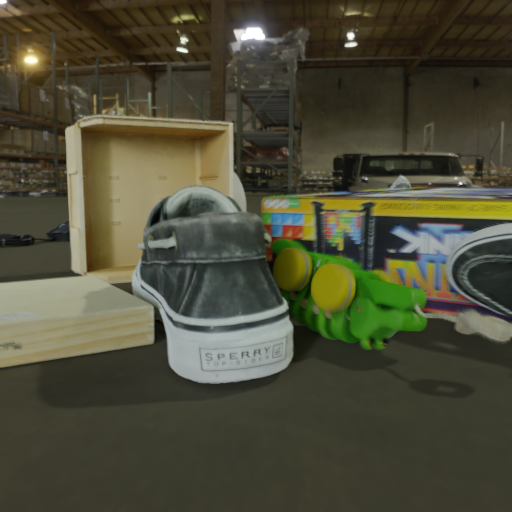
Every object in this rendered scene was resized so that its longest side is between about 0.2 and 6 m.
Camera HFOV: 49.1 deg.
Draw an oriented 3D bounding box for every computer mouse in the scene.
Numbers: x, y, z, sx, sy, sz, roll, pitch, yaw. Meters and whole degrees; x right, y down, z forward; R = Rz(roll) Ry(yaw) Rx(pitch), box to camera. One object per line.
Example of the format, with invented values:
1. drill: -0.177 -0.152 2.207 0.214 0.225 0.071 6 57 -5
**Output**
1. computer mouse: -4.201 -0.483 11.203 0.759 0.441 2.590 6 10 31

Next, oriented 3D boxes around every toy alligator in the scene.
1. toy alligator: 0.746 0.394 4.033 0.644 0.589 2.172 8 10 -39

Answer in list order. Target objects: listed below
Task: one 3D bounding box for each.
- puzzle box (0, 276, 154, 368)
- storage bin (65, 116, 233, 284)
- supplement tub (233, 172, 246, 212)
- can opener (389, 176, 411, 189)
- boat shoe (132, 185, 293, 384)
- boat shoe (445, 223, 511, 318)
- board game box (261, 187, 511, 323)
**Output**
1. puzzle box: -2.194 0.500 4.112 2.459 0.313 1.636 -5 9 -31
2. storage bin: -1.337 -0.725 7.215 1.939 1.953 0.915 -5 8 -33
3. supplement tub: -1.190 -1.023 11.314 1.752 1.156 1.156 -11 3 21
4. can opener: 2.950 -1.207 12.615 0.531 0.423 1.587 -23 -19 -28
5. boat shoe: -0.387 -0.005 4.663 1.178 1.159 3.267 -2 7 -17
6. boat shoe: 2.268 0.340 3.782 2.133 0.788 0.729 21 32 33
7. board game box: 2.445 -0.228 6.524 3.204 1.099 3.876 7 11 36
